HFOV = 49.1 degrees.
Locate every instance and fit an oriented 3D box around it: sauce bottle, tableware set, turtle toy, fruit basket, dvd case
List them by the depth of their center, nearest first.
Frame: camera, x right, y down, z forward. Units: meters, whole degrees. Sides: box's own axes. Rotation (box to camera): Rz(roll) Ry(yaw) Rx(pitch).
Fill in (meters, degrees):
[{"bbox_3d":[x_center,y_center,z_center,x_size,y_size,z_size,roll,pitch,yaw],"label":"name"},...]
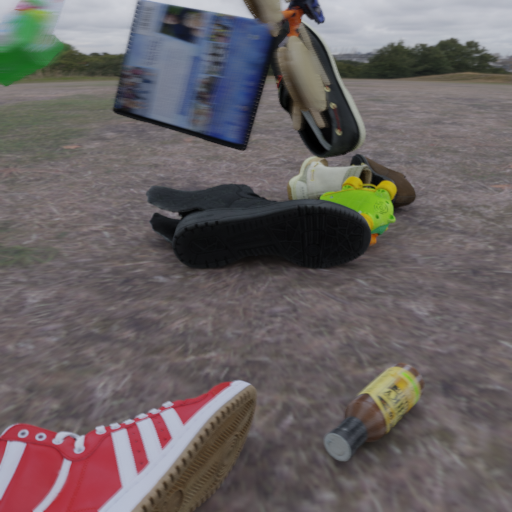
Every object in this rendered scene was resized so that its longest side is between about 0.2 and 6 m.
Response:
[{"bbox_3d":[1.209,1.580,5.687,0.469,0.469,1.449,17,29,36],"label":"sauce bottle"},{"bbox_3d":[0.188,-2.273,5.777,0.372,1.857,1.228,-19,32,24],"label":"tableware set"},{"bbox_3d":[-3.019,-2.948,7.217,1.322,1.427,0.669,-14,-29,25],"label":"fruit basket"},{"bbox_3d":[-0.894,-2.472,7.546,2.267,1.617,0.199,21,12,26],"label":"dvd case"},{"bbox_3d":[1.805,-0.779,10.806,1.896,0.959,1.382,14,49,36],"label":"turtle toy"}]

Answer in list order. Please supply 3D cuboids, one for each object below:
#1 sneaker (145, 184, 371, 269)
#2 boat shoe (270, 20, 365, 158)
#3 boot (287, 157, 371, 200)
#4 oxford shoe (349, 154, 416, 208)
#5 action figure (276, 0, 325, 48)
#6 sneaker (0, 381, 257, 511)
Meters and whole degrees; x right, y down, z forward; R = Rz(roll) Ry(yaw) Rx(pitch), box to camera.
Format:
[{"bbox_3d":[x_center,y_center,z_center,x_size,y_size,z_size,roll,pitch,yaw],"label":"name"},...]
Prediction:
[{"bbox_3d":[-0.092,-0.698,10.274,4.063,1.220,2.119,-3,27,1],"label":"sneaker"},{"bbox_3d":[1.004,-3.564,11.575,1.059,3.378,1.236,-22,-9,-39],"label":"boat shoe"},{"bbox_3d":[1.871,-1.842,13.252,1.767,0.823,2.284,-4,25,25],"label":"boot"},{"bbox_3d":[2.978,-1.744,13.485,1.097,0.944,2.598,2,29,-17],"label":"oxford shoe"},{"bbox_3d":[0.454,-3.251,7.196,0.503,0.961,0.930,19,69,38],"label":"action figure"},{"bbox_3d":[-1.152,1.701,4.762,1.457,0.923,2.591,16,29,27],"label":"sneaker"}]
